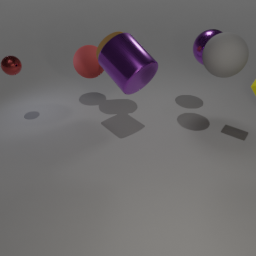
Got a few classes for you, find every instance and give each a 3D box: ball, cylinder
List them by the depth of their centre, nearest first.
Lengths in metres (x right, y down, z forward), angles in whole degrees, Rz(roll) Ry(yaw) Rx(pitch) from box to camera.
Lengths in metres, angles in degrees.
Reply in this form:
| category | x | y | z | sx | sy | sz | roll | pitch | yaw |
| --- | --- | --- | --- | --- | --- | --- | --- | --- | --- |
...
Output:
| category | x | y | z | sx | sy | sz | roll | pitch | yaw |
| --- | --- | --- | --- | --- | --- | --- | --- | --- | --- |
| cylinder | 0.004 | -2.026 | 8.900 | 1.400 | 1.400 | 1.400 | -28 | 71 | -37 |
| ball | 3.088 | -2.314 | 8.923 | 1.400 | 1.400 | 1.400 | 0 | 31 | 0 |
| ball | -4.160 | -2.231 | 9.990 | 0.700 | 0.700 | 0.700 | 0 | 31 | 0 |
| cylinder | -0.270 | -2.701 | 10.758 | 1.400 | 1.400 | 1.400 | -14 | 59 | 25 |
| ball | 3.255 | -3.133 | 10.971 | 1.400 | 1.400 | 1.400 | 0 | 31 | 0 |
| ball | -1.640 | -2.833 | 12.008 | 1.400 | 1.400 | 1.400 | 0 | 31 | 0 |

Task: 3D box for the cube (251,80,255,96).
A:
| category | x | y | z | sx | sy | sz | roll | pitch | yaw |
| --- | --- | --- | --- | --- | --- | --- | --- | --- | --- |
| cube | 4.545 | -1.323 | 9.009 | 0.700 | 0.700 | 0.700 | -47 | 21 | -26 |
